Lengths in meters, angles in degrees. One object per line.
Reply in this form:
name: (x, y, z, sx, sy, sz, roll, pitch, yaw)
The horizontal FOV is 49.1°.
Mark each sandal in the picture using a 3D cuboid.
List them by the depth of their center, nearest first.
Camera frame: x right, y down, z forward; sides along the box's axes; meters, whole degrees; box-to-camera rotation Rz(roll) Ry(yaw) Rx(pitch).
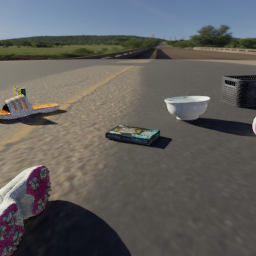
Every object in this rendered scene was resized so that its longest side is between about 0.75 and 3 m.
sandal: (-3.808, -0.894, 10.433, 0.992, 0.742, 2.589, 16, 23, 42)

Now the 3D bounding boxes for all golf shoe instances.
golf shoe: (-1.762, 1.072, 4.024, 0.912, 0.750, 1.992, -1, 15, 7)

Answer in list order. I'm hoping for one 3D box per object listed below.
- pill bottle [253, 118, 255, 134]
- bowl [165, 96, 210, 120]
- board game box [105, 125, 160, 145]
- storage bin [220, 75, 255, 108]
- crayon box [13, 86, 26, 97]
pill bottle: (4.021, 0.063, 7.248, 0.753, 0.753, 1.444, -6, 18, -18)
bowl: (2.046, -0.676, 9.695, 1.538, 0.691, 1.538, -3, 12, 1)
board game box: (0.140, 0.173, 7.881, 1.316, 0.185, 0.890, 8, 18, 23)
storage bin: (5.530, -1.656, 12.281, 2.471, 1.158, 1.671, -3, 17, -13)
crayon box: (-4.730, -1.430, 12.279, 0.237, 0.701, 0.813, -15, 22, -40)
